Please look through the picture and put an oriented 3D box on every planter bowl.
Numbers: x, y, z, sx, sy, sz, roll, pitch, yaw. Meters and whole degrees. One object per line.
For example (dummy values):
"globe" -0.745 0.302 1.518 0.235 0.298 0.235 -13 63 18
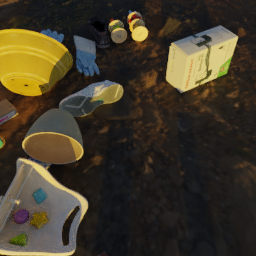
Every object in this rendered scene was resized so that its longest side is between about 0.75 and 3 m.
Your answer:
"planter bowl" -3.464 -1.942 9.688 2.990 2.990 1.245 0 71 0

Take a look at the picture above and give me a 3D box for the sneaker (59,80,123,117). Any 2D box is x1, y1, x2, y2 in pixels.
"sneaker" -1.380 -1.093 10.076 2.360 0.830 0.946 -22 36 -22

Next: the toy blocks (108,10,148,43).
"toy blocks" -0.106 -5.013 13.488 1.750 0.763 2.100 -7 49 -7

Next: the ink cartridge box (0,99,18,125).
"ink cartridge box" -4.431 -0.539 9.779 0.723 0.330 0.878 37 58 27

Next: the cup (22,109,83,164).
"cup" -2.007 0.140 7.879 1.597 1.597 1.142 0 53 0

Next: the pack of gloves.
"pack of gloves" -2.485 -3.024 11.697 2.444 0.574 2.909 12 41 -24

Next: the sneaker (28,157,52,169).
"sneaker" -2.630 1.022 8.247 0.535 0.545 1.414 12 48 13

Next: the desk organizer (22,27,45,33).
"desk organizer" -3.788 -3.224 11.732 0.927 0.863 2.407 -9 48 -19

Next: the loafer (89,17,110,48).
"loafer" -1.335 -4.721 13.209 0.888 0.778 2.470 -12 49 -10

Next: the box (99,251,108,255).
"box" -0.451 3.312 6.365 0.420 0.314 0.839 -30 56 -24

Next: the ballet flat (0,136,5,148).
"ballet flat" -4.951 0.347 8.854 2.184 0.741 0.790 -9 30 -3

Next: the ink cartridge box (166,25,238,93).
"ink cartridge box" 2.764 -2.614 10.683 2.406 1.764 0.999 -25 53 -19

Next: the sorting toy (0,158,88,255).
"sorting toy" -2.148 2.189 6.893 2.092 1.241 2.324 13 48 1
